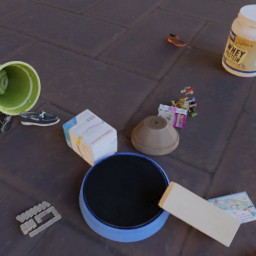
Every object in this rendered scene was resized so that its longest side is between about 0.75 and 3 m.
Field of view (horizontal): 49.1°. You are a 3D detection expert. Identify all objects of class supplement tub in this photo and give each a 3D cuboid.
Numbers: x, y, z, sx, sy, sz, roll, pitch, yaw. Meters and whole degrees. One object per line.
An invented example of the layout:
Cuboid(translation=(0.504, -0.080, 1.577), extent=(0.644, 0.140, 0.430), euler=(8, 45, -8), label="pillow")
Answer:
Cuboid(translation=(5.460, -3.859, 12.523), extent=(1.915, 2.652, 1.915), euler=(0, 47, 0), label="supplement tub")

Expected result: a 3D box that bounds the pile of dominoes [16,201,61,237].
Cuboid(translation=(-2.606, 2.648, 8.168), extent=(1.050, 0.167, 0.819), euler=(-27, 51, -34), label="pile of dominoes")

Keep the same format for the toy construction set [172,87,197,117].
Cuboid(translation=(2.143, -1.050, 11.030), extent=(0.855, 1.113, 0.928), euler=(-17, 40, -9), label="toy construction set")

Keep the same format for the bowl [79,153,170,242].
Cuboid(translation=(-0.068, 1.932, 8.493), extent=(2.847, 0.559, 2.847), euler=(0, 46, 0), label="bowl")

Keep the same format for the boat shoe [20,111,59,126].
Cuboid(translation=(-3.369, -0.396, 10.595), extent=(1.526, 0.460, 0.577), euler=(-2, 28, 6), label="boat shoe")

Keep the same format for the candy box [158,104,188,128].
Cuboid(translation=(1.667, -0.446, 10.634), extent=(1.062, 0.724, 0.324), euler=(13, 47, 11), label="candy box")

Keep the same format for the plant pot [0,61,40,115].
Cuboid(translation=(-4.929, -1.730, 11.143), extent=(1.895, 2.061, 2.061), euler=(19, 48, 35), label="plant pot")

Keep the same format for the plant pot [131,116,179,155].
Cuboid(translation=(0.971, 0.114, 9.909), extent=(1.704, 0.786, 1.704), euler=(0, 38, 0), label="plant pot")

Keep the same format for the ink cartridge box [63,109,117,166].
Cuboid(translation=(-1.269, 0.350, 9.614), extent=(1.504, 1.098, 1.104), euler=(36, 56, 29), label="ink cartridge box")

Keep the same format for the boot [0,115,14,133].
Cuboid(translation=(-4.842, -0.194, 10.645), extent=(0.733, 0.356, 0.973), euler=(2, 43, 1), label="boot")

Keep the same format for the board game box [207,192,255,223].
Cuboid(translation=(3.086, 2.409, 8.281), extent=(1.250, 0.214, 0.840), euler=(-10, 47, -9), label="board game box")

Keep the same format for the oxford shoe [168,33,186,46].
Cuboid(translation=(2.584, -4.672, 14.856), extent=(1.093, 0.396, 0.389), euler=(33, 55, 27), label="oxford shoe")

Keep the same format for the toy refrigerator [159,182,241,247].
Cuboid(translation=(1.894, 2.282, 7.576), extent=(1.990, 0.696, 0.755), euler=(30, 83, 2), label="toy refrigerator")
